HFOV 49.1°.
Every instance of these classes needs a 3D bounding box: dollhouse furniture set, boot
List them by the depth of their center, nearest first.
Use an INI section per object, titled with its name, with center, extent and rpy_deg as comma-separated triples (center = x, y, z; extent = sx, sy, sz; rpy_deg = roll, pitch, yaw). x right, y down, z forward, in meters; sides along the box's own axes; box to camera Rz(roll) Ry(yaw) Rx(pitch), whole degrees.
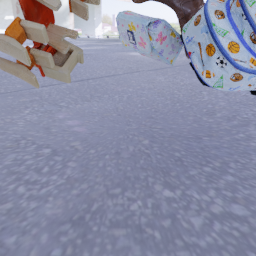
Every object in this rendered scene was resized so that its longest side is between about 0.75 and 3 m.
[dollhouse furniture set]
center = -1.898, -2.251, 6.348
extent = 1.426, 2.738, 2.768
rpy_deg = 25, 67, 5
[boot]
center = 1.590, -3.230, 8.735
extent = 2.671, 2.866, 0.920
rpy_deg = -28, 28, -14

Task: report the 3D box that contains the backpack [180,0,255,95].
[backpack]
center = 2.485, -1.917, 6.270
extent = 2.365, 1.913, 2.483
rpy_deg = -16, 71, -26

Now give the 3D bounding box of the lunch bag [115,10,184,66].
[lunch bag]
center = 0.662, -3.202, 9.776
extent = 1.762, 1.321, 2.078
rpy_deg = 33, 6, 41
